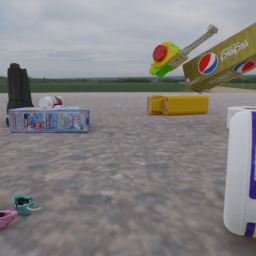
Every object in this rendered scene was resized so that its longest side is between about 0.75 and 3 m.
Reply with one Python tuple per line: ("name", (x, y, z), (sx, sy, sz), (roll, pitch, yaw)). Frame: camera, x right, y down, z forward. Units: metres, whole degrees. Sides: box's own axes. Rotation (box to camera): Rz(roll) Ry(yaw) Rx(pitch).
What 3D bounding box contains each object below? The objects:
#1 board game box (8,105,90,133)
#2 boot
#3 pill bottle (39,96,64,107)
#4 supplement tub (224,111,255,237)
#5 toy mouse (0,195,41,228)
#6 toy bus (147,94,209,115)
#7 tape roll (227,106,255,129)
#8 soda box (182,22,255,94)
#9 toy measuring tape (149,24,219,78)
("board game box", (-2.443, -0.330, 8.826), (2.273, 0.701, 2.274), (-2, 9, -13))
("boot", (-3.901, -1.257, 10.386), (1.149, 2.052, 2.966), (-3, 9, -20))
("pill bottle", (-4.198, -1.367, 15.350), (0.728, 0.728, 1.274), (4, 10, 26))
("supplement tub", (1.694, 0.447, 2.412), (1.594, 1.159, 1.159), (4, 10, 20))
("toy mouse", (-1.234, 0.877, 2.902), (0.718, 0.156, 0.808), (0, 9, 5))
("toy bus", (2.321, -1.095, 13.123), (2.768, 0.901, 1.084), (-3, 10, -22))
("tape roll", (4.042, -0.286, 8.682), (1.877, 0.656, 1.877), (0, 9, 0))
("soda box", (3.092, -2.089, 8.655), (0.884, 0.935, 2.762), (13, -28, -43))
("toy measuring tape", (1.507, -2.418, 8.370), (0.938, 0.938, 2.548), (-9, -18, -44))
